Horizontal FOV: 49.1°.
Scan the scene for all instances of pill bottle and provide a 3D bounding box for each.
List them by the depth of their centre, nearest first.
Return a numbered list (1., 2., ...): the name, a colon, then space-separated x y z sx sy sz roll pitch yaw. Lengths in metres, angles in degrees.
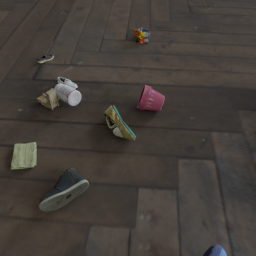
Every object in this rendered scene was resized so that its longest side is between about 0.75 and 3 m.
1. pill bottle: -2.211 -1.233 10.167 1.007 0.571 0.571 30 52 35

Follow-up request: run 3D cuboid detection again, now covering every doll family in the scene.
1. doll family: 0.676 -4.640 13.681 0.783 0.568 1.261 2 46 2

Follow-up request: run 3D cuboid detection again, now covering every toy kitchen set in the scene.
1. toy kitchen set: -2.855 -1.250 10.257 0.832 0.750 0.679 28 51 25

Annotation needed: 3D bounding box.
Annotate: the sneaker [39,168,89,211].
1. sneaker: -1.855 1.670 7.641 1.424 0.532 0.756 -24 44 -32

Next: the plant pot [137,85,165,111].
1. plant pot: 0.833 -0.992 9.995 0.802 0.896 0.896 19 46 -5

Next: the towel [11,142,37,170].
1. towel: -3.181 0.844 8.610 0.741 0.182 0.998 -6 46 -7

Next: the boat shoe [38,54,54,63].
1. boat shoe: -3.652 -3.127 12.426 0.793 0.257 0.285 -33 54 -28

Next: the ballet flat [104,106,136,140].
1. ballet flat: -0.334 -0.077 9.316 0.602 0.602 1.703 -20 50 -18

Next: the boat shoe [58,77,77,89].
1. boat shoe: -2.421 -1.789 11.097 0.895 0.292 0.329 17 48 16

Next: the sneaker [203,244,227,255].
1. sneaker: 1.611 3.726 5.247 1.205 1.083 2.930 17 54 11
